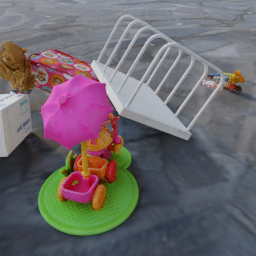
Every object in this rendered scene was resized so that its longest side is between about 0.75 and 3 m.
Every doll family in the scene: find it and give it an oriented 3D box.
[{"bbox_3d":[2.949,-1.486,8.466,1.506,0.679,0.935,-4,23,-37],"label":"doll family"}]

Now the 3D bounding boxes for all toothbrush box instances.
[{"bbox_3d":[-3.464,-0.108,5.969,2.316,0.988,1.695,0,17,-2],"label":"toothbrush box"}]

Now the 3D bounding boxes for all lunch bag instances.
[{"bbox_3d":[-1.664,-1.536,8.093,2.075,0.850,1.827,24,27,7],"label":"lunch bag"}]

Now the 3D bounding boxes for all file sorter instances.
[{"bbox_3d":[0.606,-1.399,6.907,1.959,1.758,2.823,20,23,-31],"label":"file sorter"}]

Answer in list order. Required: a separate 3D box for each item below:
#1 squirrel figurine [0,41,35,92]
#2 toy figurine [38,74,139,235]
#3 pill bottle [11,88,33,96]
[{"bbox_3d":[-2.584,-1.456,6.601,0.852,1.204,1.124,-31,1,-28],"label":"squirrel figurine"},{"bbox_3d":[-0.604,0.131,4.755,1.790,2.195,2.385,10,34,15],"label":"toy figurine"},{"bbox_3d":[-3.022,-1.042,7.942,0.469,0.469,0.809,23,82,32],"label":"pill bottle"}]
